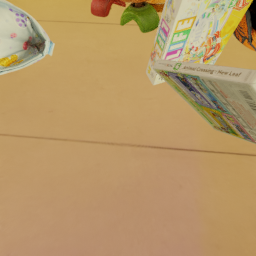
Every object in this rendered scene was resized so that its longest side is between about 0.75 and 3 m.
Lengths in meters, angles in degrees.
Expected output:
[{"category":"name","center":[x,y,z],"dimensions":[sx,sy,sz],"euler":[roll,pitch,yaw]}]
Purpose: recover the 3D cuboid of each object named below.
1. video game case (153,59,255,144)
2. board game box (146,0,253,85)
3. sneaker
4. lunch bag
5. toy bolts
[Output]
[{"category":"video game case","center":[1.630,-0.310,4.465],"dimensions":[0.236,2.138,1.946],"euler":[-57,35,-4]},{"category":"board game box","center":[1.353,-1.908,5.470],"dimensions":[1.634,2.430,0.416],"euler":[-19,67,-16]},{"category":"sneaker","center":[2.872,-2.217,6.286],"dimensions":[0.971,2.503,1.402],"euler":[-25,55,27]},{"category":"lunch bag","center":[-3.037,-2.012,6.026],"dimensions":[2.744,1.744,2.327],"euler":[10,16,-20]},{"category":"toy bolts","center":[0.076,-3.466,6.559],"dimensions":[2.106,1.460,2.011],"euler":[26,54,28]}]
